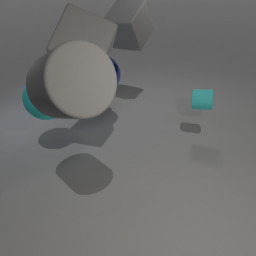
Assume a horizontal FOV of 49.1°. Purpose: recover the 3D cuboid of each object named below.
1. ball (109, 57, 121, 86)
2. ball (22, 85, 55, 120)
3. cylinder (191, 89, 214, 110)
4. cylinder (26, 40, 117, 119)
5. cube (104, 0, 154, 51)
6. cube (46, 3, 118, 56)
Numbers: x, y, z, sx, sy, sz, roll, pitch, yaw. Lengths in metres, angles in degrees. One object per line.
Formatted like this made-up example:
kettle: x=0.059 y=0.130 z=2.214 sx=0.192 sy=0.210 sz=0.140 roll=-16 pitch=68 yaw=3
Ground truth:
ball: x=-0.964 y=-1.896 z=9.999 sx=1.400 sy=1.400 sz=1.400 roll=0 pitch=29 yaw=0
ball: x=-2.555 y=-0.949 z=8.730 sx=1.400 sy=1.400 sz=1.400 roll=0 pitch=29 yaw=0
cylinder: x=2.632 y=-1.003 z=9.880 sx=0.700 sy=0.700 sz=0.700 roll=4 pitch=29 yaw=18
cylinder: x=-1.147 y=-0.879 z=5.515 sx=1.400 sy=1.400 sz=1.400 roll=-19 pitch=12 yaw=-30
cube: x=0.025 y=-4.180 z=11.411 sx=1.400 sy=1.400 sz=1.400 roll=14 pitch=63 yaw=28
cube: x=-1.238 y=-2.216 z=7.691 sx=1.400 sy=1.400 sz=1.400 roll=23 pitch=-10 yaw=-6
